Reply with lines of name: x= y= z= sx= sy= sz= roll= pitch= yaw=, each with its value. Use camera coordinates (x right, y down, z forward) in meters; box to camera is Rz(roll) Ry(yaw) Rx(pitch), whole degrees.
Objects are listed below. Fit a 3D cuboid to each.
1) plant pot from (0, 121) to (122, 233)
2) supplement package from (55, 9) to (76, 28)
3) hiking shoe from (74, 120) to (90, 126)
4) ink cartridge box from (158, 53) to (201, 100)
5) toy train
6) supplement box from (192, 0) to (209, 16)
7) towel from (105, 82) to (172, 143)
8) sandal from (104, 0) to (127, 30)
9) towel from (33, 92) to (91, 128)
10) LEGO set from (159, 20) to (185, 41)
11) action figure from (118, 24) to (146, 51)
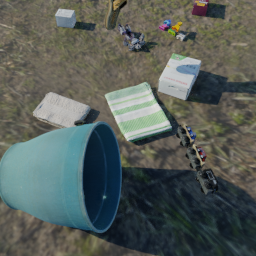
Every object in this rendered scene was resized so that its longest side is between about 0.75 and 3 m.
plant pot: x=-1.824 y=1.291 z=7.603 sx=2.631 sy=2.800 sz=2.800 roll=-3 pitch=53 yaw=17
supplement package: x=-2.938 y=-5.188 z=13.260 sx=0.771 sy=0.585 sz=0.581 roll=9 pitch=55 yaw=6
hiking shoe: x=-1.459 y=0.043 z=9.630 sx=0.909 sy=0.344 sz=0.458 roll=21 pitch=62 yaw=-10
ink cartridge box: x=2.017 y=-2.021 z=10.958 sx=1.196 sy=0.720 sz=1.645 roll=20 pitch=56 yaw=14
toy train: x=1.373 y=0.555 z=5.588 sx=0.381 sy=0.284 sz=1.663 roll=-6 pitch=49 yaw=-13
supplement box: x=3.650 y=-6.210 z=14.002 sx=0.701 sy=0.544 sz=1.270 roll=13 pitch=56 yaw=9
towel: x=0.361 y=-0.633 z=10.256 sx=1.795 sy=0.275 sz=2.354 roll=-17 pitch=57 yaw=-11
sandal: x=-0.312 y=-4.079 z=9.155 sx=0.514 sy=1.903 sz=0.764 roll=31 pitch=40 yaw=18
towel: x=-2.412 y=-0.609 z=10.209 sx=1.850 sy=0.319 sz=1.226 roll=19 pitch=58 yaw=13
LEGO set: x=2.160 y=-4.652 z=12.929 sx=1.390 sy=0.530 sz=0.571 roll=39 pitch=64 yaw=22
action figure: x=0.137 y=-4.031 z=12.501 sx=1.017 sy=0.542 sz=1.564 roll=-22 pitch=61 yaw=-22
